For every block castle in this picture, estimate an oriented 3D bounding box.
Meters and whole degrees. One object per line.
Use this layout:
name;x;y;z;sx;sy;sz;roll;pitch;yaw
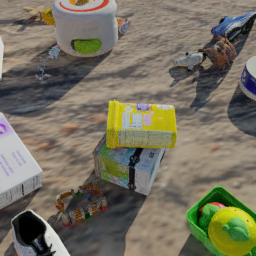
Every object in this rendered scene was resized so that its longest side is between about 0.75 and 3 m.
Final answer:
block castle;-1.072;1.776;6.518;1.114;0.523;0.745;-19;45;-21

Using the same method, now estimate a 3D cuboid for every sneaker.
sneaker;-1.502;2.657;5.305;0.965;1.048;2.619;-34;56;-30
sneaker;-0.386;-4.661;12.827;0.726;0.503;1.296;11;37;16
sneaker;-2.647;-2.813;10.206;0.306;0.406;0.869;35;16;-27
sneaker;4.679;-4.611;12.360;2.569;1.009;1.145;-30;56;-26

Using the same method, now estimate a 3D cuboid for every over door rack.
over door rack;-2.951;-2.116;9.763;0.330;0.732;0.991;13;-5;-35

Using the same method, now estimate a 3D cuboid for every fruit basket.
fruit basket;2.076;1.972;5.445;1.377;1.909;1.909;-32;54;-27

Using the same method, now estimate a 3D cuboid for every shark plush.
shark plush;2.519;-2.786;10.949;1.586;0.721;0.661;-34;24;-23

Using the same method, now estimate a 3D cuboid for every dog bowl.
dog bowl;4.967;-1.689;9.677;1.977;0.779;1.977;0;46;0

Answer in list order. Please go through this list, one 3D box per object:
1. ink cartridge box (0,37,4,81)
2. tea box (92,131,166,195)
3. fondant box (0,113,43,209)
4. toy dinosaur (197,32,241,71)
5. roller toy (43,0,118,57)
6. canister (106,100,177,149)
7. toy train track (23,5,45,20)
ink cartridge box;-5.879;-3.175;10.363;1.885;1.836;2.932;-12;48;-11
tea box;0.096;0.640;7.245;1.499;1.018;1.524;16;48;16
fondant box;-3.810;1.095;6.421;2.934;0.855;2.117;-28;65;-34
toy dinosaur;3.766;-2.890;10.841;2.144;0.920;1.453;-13;56;-34
roller toy;-1.742;-4.368;11.433;2.830;1.978;2.582;32;54;27
canister;0.310;-0.062;6.703;1.584;0.685;1.176;3;54;-1
toy train track;-3.956;-5.528;13.732;2.330;0.379;1.337;12;40;4
